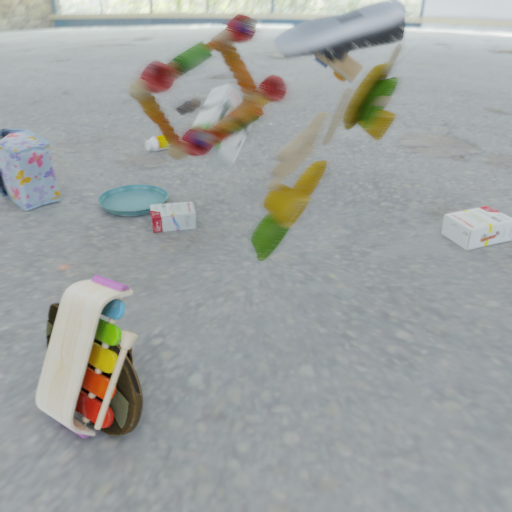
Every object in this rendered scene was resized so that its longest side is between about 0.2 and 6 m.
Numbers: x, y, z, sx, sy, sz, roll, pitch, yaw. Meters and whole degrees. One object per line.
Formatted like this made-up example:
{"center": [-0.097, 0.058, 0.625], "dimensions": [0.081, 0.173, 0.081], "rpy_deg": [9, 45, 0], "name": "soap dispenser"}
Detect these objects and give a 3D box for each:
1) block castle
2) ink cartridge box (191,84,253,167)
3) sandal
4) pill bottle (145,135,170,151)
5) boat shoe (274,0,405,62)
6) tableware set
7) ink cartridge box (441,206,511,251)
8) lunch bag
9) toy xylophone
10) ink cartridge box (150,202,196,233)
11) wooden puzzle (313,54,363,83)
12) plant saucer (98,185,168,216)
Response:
{"center": [-0.680, -2.759, 9.215], "dimensions": [2.412, 1.612, 1.131], "rpy_deg": [-43, 22, -32], "name": "block castle"}
{"center": [-0.715, -2.787, 11.979], "dimensions": [0.589, 1.023, 1.401], "rpy_deg": [1, 61, 45], "name": "ink cartridge box"}
{"center": [-2.194, 1.438, 7.827], "dimensions": [0.749, 1.122, 2.745], "rpy_deg": [5, 13, -40], "name": "sandal"}
{"center": [-2.939, -3.445, 17.088], "dimensions": [0.852, 0.444, 0.444], "rpy_deg": [-19, 34, -31], "name": "pill bottle"}
{"center": [1.764, -4.518, 11.741], "dimensions": [2.716, 0.900, 0.949], "rpy_deg": [-14, 43, 10], "name": "boat shoe"}
{"center": [1.026, -1.248, 7.220], "dimensions": [0.471, 2.066, 3.067], "rpy_deg": [36, 55, 11], "name": "tableware set"}
{"center": [4.661, -0.600, 11.814], "dimensions": [1.196, 0.499, 0.868], "rpy_deg": [-11, 30, -19], "name": "ink cartridge box"}
{"center": [-5.683, -2.121, 13.515], "dimensions": [1.168, 1.558, 1.837], "rpy_deg": [-24, 39, -34], "name": "lunch bag"}
{"center": [-2.034, 1.299, 6.882], "dimensions": [1.486, 2.030, 0.510], "rpy_deg": [25, 6, 35], "name": "toy xylophone"}
{"center": [-1.840, -0.862, 12.400], "dimensions": [0.961, 0.398, 0.700], "rpy_deg": [-5, 29, -10], "name": "ink cartridge box"}
{"center": [1.846, -4.516, 13.068], "dimensions": [1.173, 0.293, 1.267], "rpy_deg": [37, 39, -2], "name": "wooden puzzle"}
{"center": [-2.932, -1.316, 13.425], "dimensions": [1.646, 0.226, 1.646], "rpy_deg": [0, 28, 0], "name": "plant saucer"}
